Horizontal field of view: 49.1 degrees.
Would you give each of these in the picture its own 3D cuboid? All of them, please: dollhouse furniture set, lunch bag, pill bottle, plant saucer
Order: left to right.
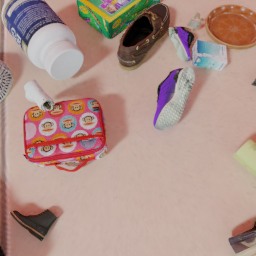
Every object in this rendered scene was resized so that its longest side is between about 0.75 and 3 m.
[{"bbox_3d":[-2.557,-2.770,8.536,1.525,1.525,2.745,-34,67,-16],"label":"pill bottle"},{"bbox_3d":[-1.632,0.250,7.415,2.131,0.873,1.877,-9,67,-3],"label":"lunch bag"},{"bbox_3d":[2.224,-3.407,9.327,0.393,0.757,0.335,11,60,-20],"label":"dollhouse furniture set"},{"bbox_3d":[3.619,-3.427,9.564,1.969,0.318,1.969,0,63,1],"label":"plant saucer"}]

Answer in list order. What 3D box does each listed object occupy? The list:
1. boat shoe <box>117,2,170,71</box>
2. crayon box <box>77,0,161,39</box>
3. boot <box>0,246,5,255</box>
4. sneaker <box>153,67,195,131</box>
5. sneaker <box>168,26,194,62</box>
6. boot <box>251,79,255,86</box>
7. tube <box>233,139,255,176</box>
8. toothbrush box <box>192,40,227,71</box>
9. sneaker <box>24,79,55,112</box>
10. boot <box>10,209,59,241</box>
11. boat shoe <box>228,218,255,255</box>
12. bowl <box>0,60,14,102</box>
[{"bbox_3d":[0.595,-3.175,9.036,1.037,1.036,2.946,20,63,16],"label":"boat shoe"},{"bbox_3d":[-0.262,-4.457,9.803,1.583,0.776,2.664,41,69,18],"label":"crayon box"},{"bbox_3d":[-3.891,2.921,6.037,1.865,1.044,2.696,-38,56,-13],"label":"boot"},{"bbox_3d":[1.123,-0.829,7.874,0.935,0.654,1.881,21,82,54],"label":"sneaker"},{"bbox_3d":[1.877,-2.821,9.144,0.715,0.500,1.437,-14,64,-8],"label":"sneaker"},{"bbox_3d":[4.452,-1.471,8.514,0.996,0.396,1.144,42,73,18],"label":"boot"},{"bbox_3d":[3.790,1.366,6.911,0.745,0.666,2.567,-39,69,-17],"label":"tube"},{"bbox_3d":[2.568,-2.290,8.835,0.991,0.423,0.725,8,63,-7],"label":"toothbrush box"},{"bbox_3d":[-2.264,-0.702,7.286,0.484,1.313,0.759,-39,90,-12],"label":"sneaker"},{"bbox_3d":[-2.234,2.127,6.728,0.992,0.384,0.686,37,63,3],"label":"boot"},{"bbox_3d":[3.154,2.325,6.434,1.842,0.663,0.597,-29,70,-8],"label":"boat shoe"},{"bbox_3d":[-4.591,-1.577,8.245,2.086,0.979,2.086,0,63,-1],"label":"bowl"}]
